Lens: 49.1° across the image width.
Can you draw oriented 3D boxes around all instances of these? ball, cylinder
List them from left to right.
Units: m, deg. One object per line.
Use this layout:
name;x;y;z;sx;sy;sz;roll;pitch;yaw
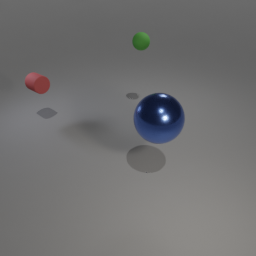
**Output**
cylinder;-3.514;-1.741;10.878;0.700;0.700;0.700;24;40;37
ball;0.519;-3.423;11.067;0.700;0.700;0.700;0;33;0
ball;0.848;-0.263;7.679;1.400;1.400;1.400;0;33;0
